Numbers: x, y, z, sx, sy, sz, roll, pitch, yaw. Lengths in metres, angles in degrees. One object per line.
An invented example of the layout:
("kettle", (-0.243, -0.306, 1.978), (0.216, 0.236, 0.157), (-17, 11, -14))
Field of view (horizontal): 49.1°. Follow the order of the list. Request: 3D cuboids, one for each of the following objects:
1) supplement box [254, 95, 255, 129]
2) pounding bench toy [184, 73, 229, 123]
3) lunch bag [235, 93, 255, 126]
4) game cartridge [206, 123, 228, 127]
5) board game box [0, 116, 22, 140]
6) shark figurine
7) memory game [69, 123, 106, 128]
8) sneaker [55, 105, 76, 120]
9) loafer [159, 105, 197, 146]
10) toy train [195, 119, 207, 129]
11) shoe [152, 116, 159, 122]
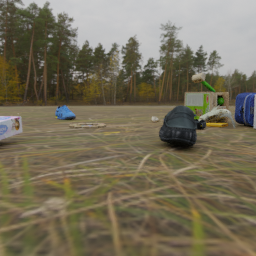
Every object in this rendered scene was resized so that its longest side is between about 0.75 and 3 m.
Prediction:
("supplement box", (5.687, -0.527, 9.933), (1.435, 1.465, 2.835), (-1, 4, 4))
("pounding bench toy", (4.114, -1.516, 14.396), (1.937, 2.484, 1.543), (-6, 8, -43))
("lunch bag", (5.922, -0.830, 12.450), (2.216, 1.505, 1.466), (-1, 6, -10))
("game cartridge", (3.910, -0.138, 12.565), (0.905, 0.147, 0.798), (2, 5, 40))
("board game box", (-4.384, 0.090, 7.000), (2.395, 0.494, 2.401), (1, 11, 11))
("shark figurine", (4.213, -0.423, 12.529), (1.298, 0.907, 2.173), (-36, 12, -19))
("memory game", (-1.781, -0.115, 12.404), (1.670, 0.106, 1.670), (0, 5, 0))
("sneaker", (-3.853, -0.954, 17.050), (0.722, 0.858, 2.190), (-2, 7, -36))
("loafer", (1.391, -0.126, 7.742), (0.972, 1.005, 2.864), (10, 8, 6))
("toy train", (2.330, -0.212, 12.097), (0.560, 0.417, 2.445), (-17, 15, -29))
("shoe", (1.481, -0.500, 15.243), (0.377, 0.288, 1.079), (1, 6, 7))
